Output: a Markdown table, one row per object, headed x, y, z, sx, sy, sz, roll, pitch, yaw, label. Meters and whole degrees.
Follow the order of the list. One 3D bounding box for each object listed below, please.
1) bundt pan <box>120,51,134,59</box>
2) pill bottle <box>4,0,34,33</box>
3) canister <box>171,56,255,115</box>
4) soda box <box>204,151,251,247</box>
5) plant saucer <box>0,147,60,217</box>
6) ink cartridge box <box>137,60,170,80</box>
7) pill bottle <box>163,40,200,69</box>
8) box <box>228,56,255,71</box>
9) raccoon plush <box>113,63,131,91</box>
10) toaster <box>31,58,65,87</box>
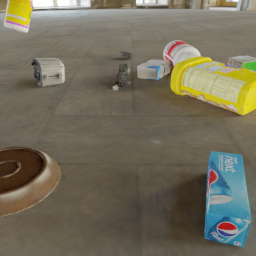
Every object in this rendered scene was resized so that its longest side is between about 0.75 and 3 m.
| x | y | z | sx | sy | sz | roll | pitch | yaw | label |
| --- | --- | --- | --- | --- | --- | --- | --- | --- | --- |
| -0.072 | -4.036 | 15.475 | 0.836 | 0.314 | 0.836 | 11 | 14 | -3 | bundt pan |
| -2.732 | -3.048 | 7.068 | 0.591 | 1.134 | 0.591 | 14 | 10 | -3 | pill bottle |
| 3.300 | -1.594 | 10.045 | 2.125 | 1.238 | 2.862 | -23 | 37 | -36 | canister |
| 1.854 | 1.227 | 5.342 | 0.659 | 0.624 | 1.944 | 8 | 28 | 14 | soda box |
| -2.640 | 1.002 | 6.079 | 2.251 | 0.361 | 2.251 | -1 | 28 | 0 | plant saucer |
| 1.192 | -2.658 | 12.684 | 1.005 | 0.580 | 1.376 | 13 | 30 | 31 | ink cartridge box |
| 2.570 | -3.223 | 13.019 | 1.306 | 1.306 | 2.327 | -5 | 29 | -9 | pill bottle |
| 5.620 | -3.078 | 13.517 | 1.196 | 0.578 | 1.055 | -11 | 30 | -20 | box |
| -0.234 | -2.131 | 11.414 | 0.631 | 0.874 | 1.304 | 4 | 28 | 8 | raccoon plush |
| -3.375 | -2.420 | 11.884 | 1.112 | 0.979 | 1.722 | -10 | 30 | -26 | toaster |
